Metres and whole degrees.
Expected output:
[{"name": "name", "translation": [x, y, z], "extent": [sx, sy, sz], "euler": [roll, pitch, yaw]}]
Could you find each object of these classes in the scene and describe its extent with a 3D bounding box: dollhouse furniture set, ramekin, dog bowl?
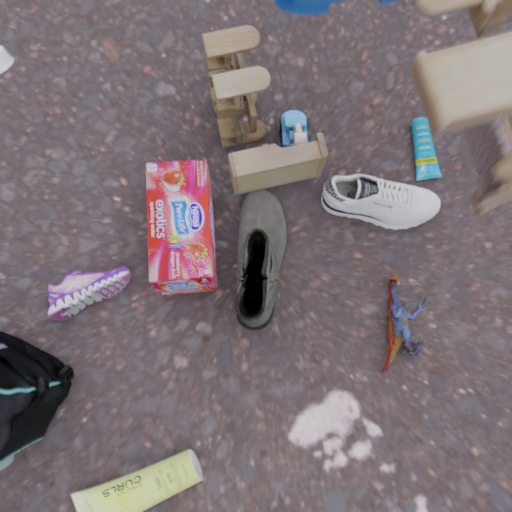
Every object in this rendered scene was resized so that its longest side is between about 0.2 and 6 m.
[{"name": "dollhouse furniture set", "translation": [2.959, -2.125, 8.467], "extent": [1.587, 3.250, 2.771], "euler": [-14, 80, 2]}, {"name": "ramekin", "translation": [-4.459, -3.305, 9.512], "extent": [0.586, 0.286, 0.586], "euler": [-12, 47, 13]}, {"name": "dollhouse furniture set", "translation": [0.146, -2.703, 10.628], "extent": [1.731, 2.284, 2.606], "euler": [-13, 80, -3]}, {"name": "dog bowl", "translation": [1.485, -4.525, 9.020], "extent": [2.422, 1.350, 0.600], "euler": [-1, 93, 16]}]

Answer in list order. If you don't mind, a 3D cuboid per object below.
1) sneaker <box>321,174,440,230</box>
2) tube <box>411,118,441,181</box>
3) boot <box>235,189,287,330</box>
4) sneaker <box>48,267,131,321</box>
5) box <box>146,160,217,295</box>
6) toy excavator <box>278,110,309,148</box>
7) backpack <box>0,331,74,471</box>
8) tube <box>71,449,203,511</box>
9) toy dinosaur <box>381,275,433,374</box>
[{"name": "sneaker", "translation": [2.455, -1.109, 10.862], "extent": [2.337, 0.941, 0.893], "euler": [4, 71, 0]}, {"name": "tube", "translation": [3.458, -2.188, 11.540], "extent": [0.501, 0.326, 1.294], "euler": [-8, 77, 11]}, {"name": "boot", "translation": [0.099, -0.127, 10.053], "extent": [0.976, 1.882, 2.881], "euler": [3, 73, 1]}, {"name": "sneaker", "translation": [-3.202, 0.538, 10.529], "extent": [1.665, 0.670, 0.736], "euler": [-26, 67, -7]}, {"name": "box", "translation": [-1.395, -0.530, 10.569], "extent": [1.172, 1.123, 2.351], "euler": [-4, 73, -1]}, {"name": "toy excavator", "translation": [0.775, -2.471, 11.109], "extent": [0.621, 1.243, 1.209], "euler": [-2, 73, 0]}, {"name": "backpack", "translation": [-4.949, 2.148, 8.860], "extent": [3.111, 2.735, 2.385], "euler": [30, 89, 2]}, {"name": "tube", "translation": [-2.000, 4.020, 9.523], "extent": [2.189, 0.568, 0.635], "euler": [-24, 36, -2]}, {"name": "toy dinosaur", "translation": [2.593, 1.124, 10.338], "extent": [1.564, 0.821, 1.419], "euler": [-31, 56, 3]}]
